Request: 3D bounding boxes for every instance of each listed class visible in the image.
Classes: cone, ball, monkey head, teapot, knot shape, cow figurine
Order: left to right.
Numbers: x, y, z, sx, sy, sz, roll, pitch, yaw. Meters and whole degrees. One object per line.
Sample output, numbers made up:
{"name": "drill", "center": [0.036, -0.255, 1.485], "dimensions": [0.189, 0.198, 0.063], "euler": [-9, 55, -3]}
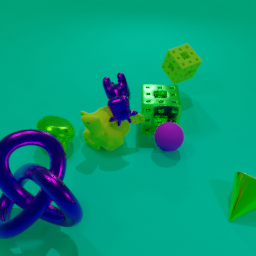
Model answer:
{"name": "knot shape", "center": [-1.788, 1.153, 4.986], "dimensions": [1.955, 1.829, 0.903], "euler": [54, 17, 13]}
{"name": "teapot", "center": [-1.790, 0.188, 6.890], "dimensions": [0.968, 0.763, 1.557], "euler": [2, 28, -38]}
{"name": "monkey head", "center": [-0.589, -0.146, 6.863], "dimensions": [1.810, 1.302, 1.091], "euler": [4, 55, 23]}
{"name": "cow figurine", "center": [-0.190, -0.662, 6.804], "dimensions": [0.719, 1.311, 1.290], "euler": [-16, 83, 6]}
{"name": "ball", "center": [0.995, 0.213, 6.784], "dimensions": [0.716, 0.716, 0.716], "euler": [0, 40, 0]}
{"name": "cone", "center": [2.259, 1.502, 5.564], "dimensions": [0.899, 0.899, 0.902], "euler": [34, 77, 34]}

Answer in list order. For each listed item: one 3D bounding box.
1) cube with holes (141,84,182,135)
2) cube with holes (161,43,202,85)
{"name": "cube with holes", "center": [0.844, -0.493, 7.522], "dimensions": [0.975, 0.975, 0.975], "euler": [1, 40, 2]}
{"name": "cube with holes", "center": [1.605, -1.932, 8.498], "dimensions": [0.763, 0.763, 0.763], "euler": [-24, 69, -22]}
